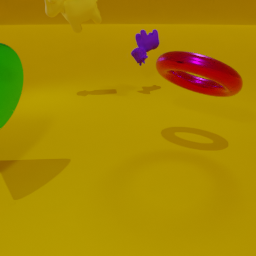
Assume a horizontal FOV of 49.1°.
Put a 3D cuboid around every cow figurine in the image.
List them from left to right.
[{"bbox_3d":[-1.839,-4.009,9.198,1.692,1.665,0.929,-21,50,7],"label":"cow figurine"},{"bbox_3d":[0.711,-3.116,10.872,1.314,1.293,0.721,-14,1,-29],"label":"cow figurine"}]

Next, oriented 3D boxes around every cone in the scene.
[{"bbox_3d":[-2.731,-0.771,4.249,1.553,1.547,1.547,22,27,10],"label":"cone"}]

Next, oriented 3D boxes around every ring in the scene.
[{"bbox_3d":[1.512,-1.138,6.088,1.902,0.380,1.902,20,-1,0],"label":"ring"}]
